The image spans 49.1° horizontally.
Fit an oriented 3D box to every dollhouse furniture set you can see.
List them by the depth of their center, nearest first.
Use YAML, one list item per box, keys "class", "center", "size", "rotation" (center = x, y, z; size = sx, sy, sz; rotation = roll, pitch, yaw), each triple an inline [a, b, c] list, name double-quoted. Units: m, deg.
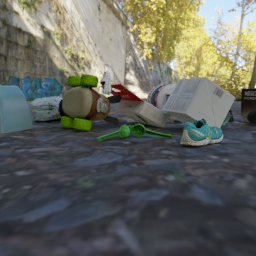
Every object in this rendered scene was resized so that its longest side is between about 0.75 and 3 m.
- class: "dollhouse furniture set"
  center: [2.877, -1.057, 14.440]
  size: [2.015, 1.393, 2.135]
  rotation: [0, 8, -1]

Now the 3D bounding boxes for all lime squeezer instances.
- class: "lime squeezer"
  center: [0.128, 0.205, 8.976]
  size: [2.400, 0.453, 0.847]
  rotation: [-1, 38, -16]

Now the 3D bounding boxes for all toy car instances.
- class: "toy car"
  center: [-1.247, -0.882, 11.595]
  size: [2.520, 2.070, 1.988]
  rotation: [10, -1, -41]

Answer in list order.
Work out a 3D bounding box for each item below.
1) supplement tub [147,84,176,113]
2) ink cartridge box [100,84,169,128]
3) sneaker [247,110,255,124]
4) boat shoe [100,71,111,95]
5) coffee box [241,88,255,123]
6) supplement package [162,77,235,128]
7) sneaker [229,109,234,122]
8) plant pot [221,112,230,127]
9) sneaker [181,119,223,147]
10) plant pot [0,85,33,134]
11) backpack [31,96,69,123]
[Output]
- class: "supplement tub"
  center: [2.327, -1.661, 16.944]
  size: [1.936, 1.936, 2.759]
  rotation: [-2, 8, -12]
- class: "ink cartridge box"
  center: [0.072, -0.997, 12.437]
  size: [2.546, 0.646, 2.890]
  rotation: [30, -5, -22]
- class: "sneaker"
  center: [5.987, -0.442, 11.940]
  size: [0.949, 0.794, 2.144]
  rotation: [-3, 7, -37]
- class: "boat shoe"
  center: [-0.846, -1.693, 10.284]
  size: [0.359, 1.035, 0.367]
  rotation: [8, -33, -27]
- class: "coffee box"
  center: [6.924, -1.036, 12.990]
  size: [1.189, 1.706, 2.984]
  rotation: [-7, 11, -40]
- class: "supplement package"
  center: [2.647, -0.916, 10.817]
  size: [1.525, 1.514, 2.010]
  rotation: [29, -2, -19]
- class: "sneaker"
  center: [5.194, -0.689, 14.577]
  size: [0.613, 0.645, 1.627]
  rotation: [-1, 6, 8]
- class: "plant pot"
  center: [3.861, -0.530, 12.238]
  size: [1.038, 1.038, 0.975]
  rotation: [-6, 24, -39]
- class: "sneaker"
  center: [2.185, 0.093, 8.040]
  size: [0.702, 0.721, 1.811]
  rotation: [7, 9, 43]
- class: "plant pot"
  center: [-4.930, -0.778, 10.827]
  size: [1.719, 1.756, 1.724]
  rotation: [3, 8, 21]
- class: "backpack"
  center: [-3.828, -0.914, 13.831]
  size: [1.836, 1.162, 1.532]
  rotation: [-5, 19, 3]
